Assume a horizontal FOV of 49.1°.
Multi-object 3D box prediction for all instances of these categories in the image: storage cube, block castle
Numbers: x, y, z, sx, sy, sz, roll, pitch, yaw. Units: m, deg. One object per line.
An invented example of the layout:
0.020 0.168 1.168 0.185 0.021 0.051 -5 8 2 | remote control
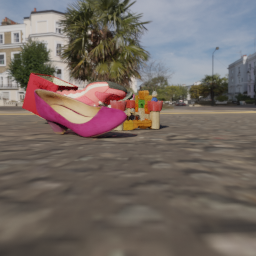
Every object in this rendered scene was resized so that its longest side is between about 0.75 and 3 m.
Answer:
-2.467 -0.980 8.912 1.111 1.168 1.299 25 15 19 | storage cube
-0.040 -0.513 7.358 1.351 0.948 2.021 -2 6 -20 | block castle

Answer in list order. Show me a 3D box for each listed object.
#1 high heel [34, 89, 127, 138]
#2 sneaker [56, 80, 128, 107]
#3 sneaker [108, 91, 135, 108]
-0.944 -0.350 5.040 1.948 0.936 0.657 -5 34 33 | high heel
-0.991 -0.490 6.875 2.192 0.951 0.808 -10 -16 22 | sneaker
-0.682 -1.058 9.001 1.755 0.768 0.647 -5 28 9 | sneaker
